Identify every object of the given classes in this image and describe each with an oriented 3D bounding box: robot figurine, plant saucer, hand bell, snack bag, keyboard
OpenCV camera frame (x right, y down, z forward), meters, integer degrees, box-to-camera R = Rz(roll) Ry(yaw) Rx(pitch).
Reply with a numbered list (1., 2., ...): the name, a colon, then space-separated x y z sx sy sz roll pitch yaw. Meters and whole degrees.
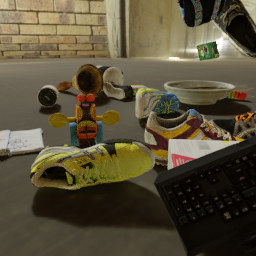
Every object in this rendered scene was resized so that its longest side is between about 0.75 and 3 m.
1. robot figurine: -1.170 -2.519 14.463 2.089 1.569 1.303 16 -10 44
2. plant saucer: 3.000 -1.498 11.980 2.940 0.738 2.940 0 16 0
3. hand bell: -2.719 -2.171 13.980 1.544 1.544 2.966 -16 10 -42
4. snack bag: -2.992 0.329 6.947 1.782 0.191 1.680 -5 17 -18
5. keyboard: 1.853 0.648 3.423 2.817 0.558 1.466 -20 58 -9

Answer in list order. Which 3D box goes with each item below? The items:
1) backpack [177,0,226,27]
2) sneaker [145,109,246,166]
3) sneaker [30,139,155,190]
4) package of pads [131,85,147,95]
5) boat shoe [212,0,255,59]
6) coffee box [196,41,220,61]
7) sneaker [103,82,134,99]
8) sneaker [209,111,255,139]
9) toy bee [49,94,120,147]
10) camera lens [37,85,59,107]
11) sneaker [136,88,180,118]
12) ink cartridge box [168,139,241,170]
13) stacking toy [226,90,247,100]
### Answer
1. backpack: 1.693 -3.092 6.561 1.176 1.288 0.866 -23 60 0
2. sneaker: 1.595 0.202 5.736 2.508 1.130 0.940 1 17 4
3. sneaker: -0.613 0.732 4.836 2.184 0.823 0.834 -8 23 9
4. package of pads: 0.365 -1.882 13.855 1.108 0.378 0.856 -4 17 -13
5. boat shoe: 3.395 -3.477 8.865 2.935 1.058 1.041 49 21 6
6. coffee box: 2.979 -2.867 10.458 0.222 0.622 1.011 -21 13 -16
7. sneaker: -0.434 -1.781 13.194 0.866 0.617 1.746 -14 28 -37
8. sneaker: 3.255 -0.046 6.769 2.665 1.029 1.043 5 19 21
9. toy bee: -0.913 -0.191 6.711 1.631 1.354 2.491 -9 19 -31
10. camera lens: -3.179 -1.294 11.234 0.787 0.787 0.984 -2 16 -8
11. sneaker: 1.076 -0.911 9.649 1.371 0.988 2.610 4 17 12
12. ink cartridge box: 1.604 0.767 4.484 1.842 0.768 1.337 1 18 4
13. stacking toy: 4.669 -1.542 12.603 1.296 0.553 0.553 17 23 33
